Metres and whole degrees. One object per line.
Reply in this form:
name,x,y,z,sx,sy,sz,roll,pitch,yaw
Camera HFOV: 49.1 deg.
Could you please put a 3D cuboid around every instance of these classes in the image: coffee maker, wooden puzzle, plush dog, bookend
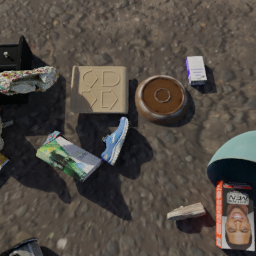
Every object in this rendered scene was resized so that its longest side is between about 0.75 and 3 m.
coffee maker,-3.240,4.924,8.424,2.258,1.583,2.351,-39,70,13
wooden puzzle,-1.130,-1.514,11.405,2.290,0.530,2.121,2,69,-4
plush dog,-5.573,-0.487,9.983,2.532,2.175,2.032,14,64,15
bookend,-5.388,-2.298,11.327,2.561,1.187,2.577,-2,68,-1

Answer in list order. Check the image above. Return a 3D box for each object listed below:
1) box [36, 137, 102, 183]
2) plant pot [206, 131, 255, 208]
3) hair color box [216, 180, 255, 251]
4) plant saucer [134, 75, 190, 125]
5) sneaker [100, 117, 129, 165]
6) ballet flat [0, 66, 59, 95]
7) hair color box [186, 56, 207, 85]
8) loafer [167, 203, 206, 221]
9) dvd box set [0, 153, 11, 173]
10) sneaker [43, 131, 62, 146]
box,-2.054,1.065,9.956,1.899,1.371,0.345,26,114,10
plant pot,4.214,1.170,9.300,2.697,2.697,1.816,27,58,10
hair color box,3.568,2.877,9.372,1.093,0.660,2.154,3,78,1
plant saucer,1.397,-1.247,11.363,2.280,0.366,2.280,0,68,1
sneaker,-0.517,0.389,10.494,0.845,0.745,1.896,20,70,5
ballet flat,-3.379,-1.573,9.883,0.840,0.994,2.629,38,38,25
hair color box,2.869,-2.422,11.813,0.652,0.386,1.192,-3,66,-2
loafer,1.983,2.887,9.691,1.353,0.486,0.425,-5,51,-9
dvd box set,-5.312,1.226,10.424,1.496,0.220,1.095,34,71,13
sneaker,-2.949,0.430,10.752,0.392,0.325,0.820,35,66,31
